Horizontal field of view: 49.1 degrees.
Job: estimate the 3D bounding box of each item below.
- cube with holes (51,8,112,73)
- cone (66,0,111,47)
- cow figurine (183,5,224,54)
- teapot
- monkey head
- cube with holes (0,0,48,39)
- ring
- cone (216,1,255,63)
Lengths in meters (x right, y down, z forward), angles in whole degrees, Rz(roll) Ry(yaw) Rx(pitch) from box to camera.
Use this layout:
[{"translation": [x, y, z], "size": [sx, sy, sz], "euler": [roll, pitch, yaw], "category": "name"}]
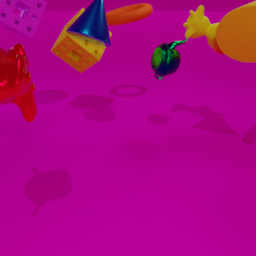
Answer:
[{"translation": [-1.346, -2.486, 8.120], "size": [1.077, 1.077, 1.077], "euler": [-16, 47, 50], "category": "cube with holes"}, {"translation": [-0.767, -2.630, 6.568], "size": [1.105, 1.109, 1.105], "euler": [17, 7, -2], "category": "cone"}, {"translation": [2.198, -2.337, 6.920], "size": [1.491, 0.832, 1.515], "euler": [16, 16, -36], "category": "cow figurine"}, {"translation": [0.990, -1.688, 6.876], "size": [0.640, 1.306, 0.812], "euler": [3, 49, -25], "category": "teapot"}, {"translation": [-1.615, -0.500, 3.394], "size": [0.912, 1.089, 1.513], "euler": [-14, 43, -13], "category": "monkey head"}, {"translation": [-3.130, -3.292, 7.937], "size": [1.067, 1.067, 1.067], "euler": [22, 2, -36], "category": "cube with holes"}, {"translation": [-0.011, -3.539, 8.708], "size": [1.576, 0.315, 1.576], "euler": [-11, 30, 6], "category": "ring"}, {"translation": [2.629, -2.293, 5.794], "size": [1.307, 1.307, 1.312], "euler": [12, 57, 24], "category": "cone"}]
